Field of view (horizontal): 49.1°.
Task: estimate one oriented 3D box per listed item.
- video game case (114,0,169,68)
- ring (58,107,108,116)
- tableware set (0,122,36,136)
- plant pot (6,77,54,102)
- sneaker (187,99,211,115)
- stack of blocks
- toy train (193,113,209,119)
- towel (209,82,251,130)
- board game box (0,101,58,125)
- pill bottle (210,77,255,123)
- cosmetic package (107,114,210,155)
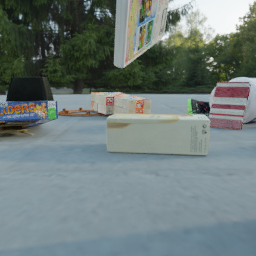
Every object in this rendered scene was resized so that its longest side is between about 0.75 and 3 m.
[{"bbox_3d":[0.412,-2.880,6.116,0.298,2.517,2.291,22,42,20],"label":"video game case"},{"bbox_3d":[-2.092,-0.800,13.423,2.479,0.238,2.479,0,9,0],"label":"ring"},{"bbox_3d":[-3.422,0.088,7.078,1.250,0.379,1.891,-6,-2,42],"label":"tableware set"},{"bbox_3d":[-4.524,-1.496,13.055,1.964,1.747,1.969,-1,9,-6],"label":"plant pot"},{"bbox_3d":[2.998,-0.795,11.375,0.931,0.853,2.222,0,9,32],"label":"sneaker"},{"bbox_3d":[-0.395,-1.032,12.311,1.532,0.779,2.660,-5,15,-32],"label":"stack of blocks"},{"bbox_3d":[2.633,-0.307,9.853,0.870,0.371,0.496,0,21,-12],"label":"toy train"},{"bbox_3d":[3.184,-0.727,8.860,1.109,1.540,0.175,8,-11,41],"label":"towel"},{"bbox_3d":[-3.209,-0.347,7.973,1.872,0.477,2.766,-3,-1,-27],"label":"board game box"},{"bbox_3d":[4.303,-1.005,10.089,2.720,1.628,1.628,-5,10,-34],"label":"pill bottle"},{"bbox_3d":[0.618,0.091,5.810,1.984,0.705,1.044,1,8,8],"label":"cosmetic package"}]
